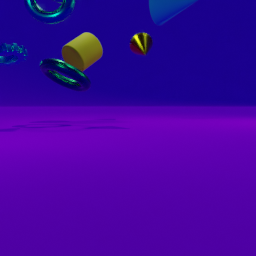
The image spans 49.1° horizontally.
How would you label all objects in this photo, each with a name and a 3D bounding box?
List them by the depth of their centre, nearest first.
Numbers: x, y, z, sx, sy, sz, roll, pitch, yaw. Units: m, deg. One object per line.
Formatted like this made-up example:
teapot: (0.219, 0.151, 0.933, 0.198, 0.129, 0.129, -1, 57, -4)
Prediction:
knot shape: (-1.659, -3.488, 6.576, 1.715, 1.833, 0.847, -28, 26, -30)
cone: (1.307, -3.326, 7.379, 1.116, 1.111, 1.111, 9, 9, 31)
ring: (-1.868, -1.560, 8.397, 1.605, 0.321, 1.605, 20, -12, 4)
gear: (-4.208, -2.502, 9.675, 1.381, 0.255, 1.381, -15, -5, -1)
cylinder: (-1.680, -2.781, 10.325, 1.087, 1.087, 1.087, 5, 41, 45)
cone: (0.646, -3.287, 11.716, 1.022, 1.022, 1.026, -1, 42, -11)
